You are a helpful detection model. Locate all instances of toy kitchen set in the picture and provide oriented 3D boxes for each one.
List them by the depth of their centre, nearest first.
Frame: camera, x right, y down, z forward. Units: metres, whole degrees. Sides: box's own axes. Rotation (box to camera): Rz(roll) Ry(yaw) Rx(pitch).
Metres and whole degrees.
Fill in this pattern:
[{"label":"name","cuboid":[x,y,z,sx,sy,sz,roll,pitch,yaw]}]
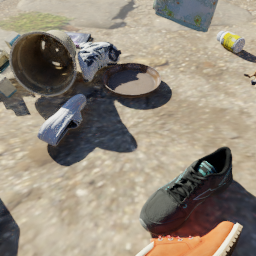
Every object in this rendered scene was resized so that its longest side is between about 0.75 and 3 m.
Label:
[{"label":"toy kitchen set","cuboid":[-4.311,-2.270,10.749,1.771,1.302,2.211,29,70,27]}]

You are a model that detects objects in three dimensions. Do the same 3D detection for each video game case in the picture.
[{"label":"video game case","cuboid":[-2.757,-4.251,13.409,1.734,0.164,1.238,7,43,6]}]

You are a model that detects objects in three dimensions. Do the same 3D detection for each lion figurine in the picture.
[{"label":"lion figurine","cuboid":[5.547,-2.087,10.559,2.299,0.833,1.408,7,23,16]}]

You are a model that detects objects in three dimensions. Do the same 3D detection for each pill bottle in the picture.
[{"label":"pill bottle","cuboid":[4.627,-3.948,12.690,0.680,0.680,1.213,-22,46,-22]}]

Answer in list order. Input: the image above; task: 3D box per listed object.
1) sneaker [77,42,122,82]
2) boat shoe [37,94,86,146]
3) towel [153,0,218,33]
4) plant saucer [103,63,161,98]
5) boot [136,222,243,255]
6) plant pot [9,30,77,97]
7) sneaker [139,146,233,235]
[{"label":"sneaker","cuboid":[-1.057,-2.750,11.112,1.656,1.016,2.545,-10,33,1]},{"label":"boat shoe","cuboid":[-1.837,-0.265,8.693,0.740,0.777,2.159,33,44,6]},{"label":"towel","cuboid":[1.665,-3.875,8.079,1.972,1.688,0.475,31,49,22]},{"label":"plant saucer","cuboid":[0.147,-1.778,10.576,2.190,0.351,2.190,-1,42,0]},{"label":"boot","cuboid":[1.161,2.469,5.573,2.543,0.954,1.364,-28,44,-26]},{"label":"plant pot","cuboid":[-2.841,-2.643,10.382,2.291,2.291,2.097,2,31,2]},{"label":"sneaker","cuboid":[1.419,1.350,6.611,2.868,1.137,1.081,-29,52,-26]}]
